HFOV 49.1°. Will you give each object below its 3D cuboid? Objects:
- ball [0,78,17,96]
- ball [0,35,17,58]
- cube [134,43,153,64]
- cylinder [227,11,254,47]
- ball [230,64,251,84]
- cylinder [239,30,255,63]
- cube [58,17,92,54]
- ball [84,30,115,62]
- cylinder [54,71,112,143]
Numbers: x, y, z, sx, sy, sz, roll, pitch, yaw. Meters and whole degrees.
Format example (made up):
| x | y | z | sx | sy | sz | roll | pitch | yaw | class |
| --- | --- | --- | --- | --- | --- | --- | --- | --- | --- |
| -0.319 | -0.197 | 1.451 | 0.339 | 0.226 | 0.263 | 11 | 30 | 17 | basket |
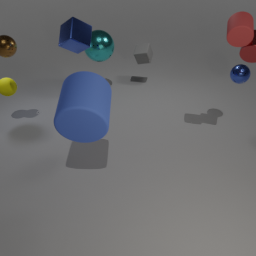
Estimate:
| x | y | z | sx | sy | sz | roll | pitch | yaw | class |
| --- | --- | --- | --- | --- | --- | --- | --- | --- | --- |
| -4.597 | -1.557 | 10.656 | 0.700 | 0.700 | 0.700 | 0 | 33 | 0 | ball |
| -3.921 | -2.609 | 8.949 | 0.700 | 0.700 | 0.700 | 0 | 33 | 0 | ball |
| 0.765 | -3.649 | 13.773 | 0.700 | 0.700 | 0.700 | 0 | 57 | 23 | cube |
| 3.152 | -2.768 | 7.872 | 0.700 | 0.700 | 0.700 | 8 | 56 | 12 | cylinder |
| 4.073 | -1.960 | 10.174 | 0.700 | 0.700 | 0.700 | 0 | 33 | 0 | ball |
| 3.771 | -2.445 | 8.394 | 0.700 | 0.700 | 0.700 | 14 | 63 | 20 | cylinder |
| -1.567 | -2.738 | 8.340 | 0.700 | 0.700 | 0.700 | 13 | -14 | -41 | cube |
| -1.311 | -3.712 | 12.690 | 1.400 | 1.400 | 1.400 | 0 | 33 | 0 | ball |
| -1.175 | -0.556 | 7.546 | 1.400 | 1.400 | 1.400 | 1 | 50 | 1 | cylinder |
